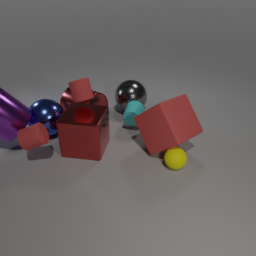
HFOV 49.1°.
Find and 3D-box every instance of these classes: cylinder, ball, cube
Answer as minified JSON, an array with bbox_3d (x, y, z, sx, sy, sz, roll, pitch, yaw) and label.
[{"bbox_3d":[0.220,-0.571,10.761,0.700,0.700,0.700,8,44,14],"label":"cylinder"},{"bbox_3d":[-3.027,-0.383,10.379,1.400,1.400,1.400,0,31,0],"label":"ball"},{"bbox_3d":[-1.469,0.101,9.588,1.400,1.400,1.400,5,32,8],"label":"cube"},{"bbox_3d":[-4.212,-0.466,9.326,1.400,1.400,1.400,-28,40,26],"label":"cylinder"},{"bbox_3d":[0.127,-1.365,12.042,1.400,1.400,1.400,0,31,0],"label":"ball"},{"bbox_3d":[-2.957,0.273,8.764,0.700,0.700,0.700,-20,29,11],"label":"cylinder"},{"bbox_3d":[-1.753,-0.897,11.240,1.400,1.400,1.400,22,37,31],"label":"cylinder"},{"bbox_3d":[1.334,-0.115,9.317,1.400,1.400,1.400,-22,-4,-40],"label":"cube"},{"bbox_3d":[-1.573,-1.281,9.405,0.700,0.700,0.700,-13,13,3],"label":"cylinder"},{"bbox_3d":[1.497,0.953,8.828,0.700,0.700,0.700,0,31,0],"label":"ball"}]
